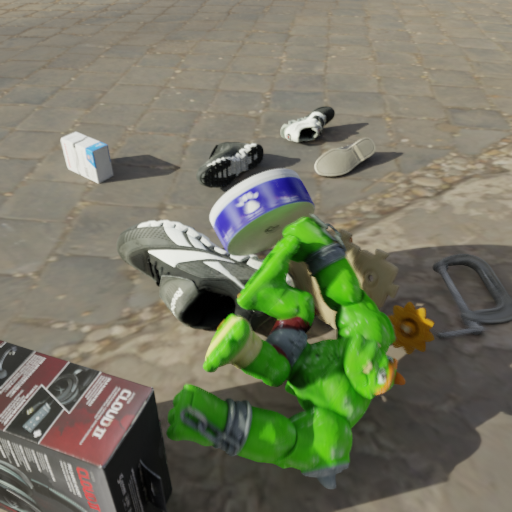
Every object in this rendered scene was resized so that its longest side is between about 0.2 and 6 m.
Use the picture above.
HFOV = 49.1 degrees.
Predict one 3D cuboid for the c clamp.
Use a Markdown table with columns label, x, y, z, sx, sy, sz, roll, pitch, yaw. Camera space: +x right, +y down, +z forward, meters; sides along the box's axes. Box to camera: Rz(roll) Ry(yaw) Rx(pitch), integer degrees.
| label | x | y | z | sx | sy | sz | roll | pitch | yaw |
| --- | --- | --- | --- | --- | --- | --- | --- | --- | --- |
| c clamp | 3.886 | 0.655 | 10.346 | 1.665 | 0.264 | 1.949 | 0 | 45 | -7 |

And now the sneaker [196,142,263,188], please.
| label | x | y | z | sx | sy | sz | roll | pitch | yaw |
| --- | --- | --- | --- | --- | --- | --- | --- | --- | --- |
| sneaker | -0.847 | -2.320 | 13.965 | 1.017 | 0.747 | 2.247 | 23 | 40 | 31 |

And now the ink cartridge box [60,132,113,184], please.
| label | x | y | z | sx | sy | sz | roll | pitch | yaw |
| --- | --- | --- | --- | --- | --- | --- | --- | --- | --- |
| ink cartridge box | -4.218 | -2.462 | 13.973 | 1.232 | 0.891 | 0.519 | 25 | 45 | 29 |

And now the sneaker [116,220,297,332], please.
| label | x | y | z | sx | sy | sz | roll | pitch | yaw |
| --- | --- | --- | --- | --- | --- | --- | --- | --- | --- |
| sneaker | -1.229 | 0.410 | 10.018 | 3.680 | 1.223 | 1.665 | 20 | 39 | 20 |

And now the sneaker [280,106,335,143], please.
| label | x | y | z | sx | sy | sz | roll | pitch | yaw |
| --- | --- | --- | --- | --- | --- | --- | --- | --- | --- |
| sneaker | 1.622 | -3.584 | 15.650 | 1.793 | 0.664 | 0.794 | -31 | 47 | -21 |

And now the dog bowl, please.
| label | x | y | z | sx | sy | sz | roll | pitch | yaw |
| --- | --- | --- | --- | --- | --- | --- | --- | --- | --- |
| dog bowl | 0.112 | -0.692 | 9.335 | 1.670 | 1.670 | 0.658 | -20 | 70 | -23 |

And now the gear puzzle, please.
| label | x | y | z | sx | sy | sz | roll | pitch | yaw |
| --- | --- | --- | --- | --- | --- | --- | --- | --- | --- |
| gear puzzle | 1.692 | 0.528 | 9.632 | 3.237 | 1.677 | 0.424 | 32 | 23 | 35 |

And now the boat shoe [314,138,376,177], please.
| label | x | y | z | sx | sy | sz | roll | pitch | yaw |
| --- | --- | --- | --- | --- | --- | --- | --- | --- | --- |
| boat shoe | 2.212 | -2.459 | 14.407 | 1.916 | 0.696 | 0.601 | -28 | 3 | -24 |

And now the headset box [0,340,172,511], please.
| label | x | y | z | sx | sy | sz | roll | pitch | yaw |
| --- | --- | --- | --- | --- | --- | --- | --- | --- | --- |
| headset box | -2.370 | 2.343 | 6.776 | 2.920 | 2.173 | 1.127 | 14 | 41 | 16 |

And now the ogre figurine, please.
| label | x | y | z | sx | sy | sz | roll | pitch | yaw |
| --- | --- | --- | --- | --- | --- | --- | --- | --- | --- |
| ogre figurine | 0.682 | 1.294 | 7.713 | 2.326 | 1.904 | 3.880 | 39 | 32 | -6 |
